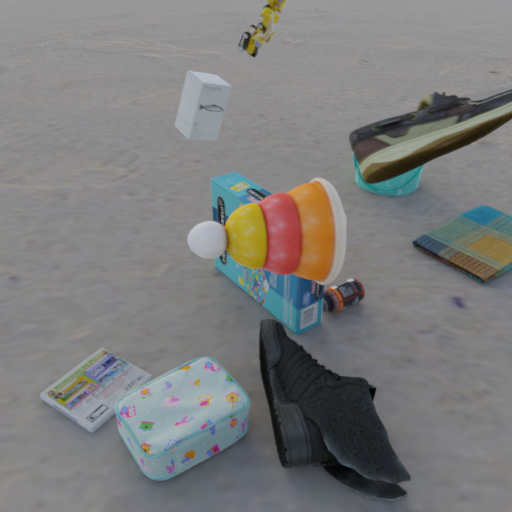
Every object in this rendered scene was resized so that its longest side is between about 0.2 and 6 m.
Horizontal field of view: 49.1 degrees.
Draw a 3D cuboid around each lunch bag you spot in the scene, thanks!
[{"bbox_3d":[-0.961,2.091,7.456,1.640,0.632,1.316,-22,36,-30],"label":"lunch bag"}]

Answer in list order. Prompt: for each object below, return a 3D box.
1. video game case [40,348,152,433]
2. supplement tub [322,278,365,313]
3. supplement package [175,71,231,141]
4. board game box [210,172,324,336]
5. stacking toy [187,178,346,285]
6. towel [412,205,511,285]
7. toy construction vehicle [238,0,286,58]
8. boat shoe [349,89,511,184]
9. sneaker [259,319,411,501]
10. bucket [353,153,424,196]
[{"bbox_3d":[-2.314,1.919,8.176,1.085,0.131,1.192,21,39,28],"label":"video game case"},{"bbox_3d":[1.462,0.708,9.746,0.817,0.437,0.437,-20,38,-28],"label":"supplement tub"},{"bbox_3d":[-0.979,-2.720,10.199,0.626,1.072,0.629,-4,37,-35],"label":"supplement package"},{"bbox_3d":[0.154,-0.114,9.655,0.589,1.895,2.511,-22,39,-29],"label":"board game box"},{"bbox_3d":[0.064,-0.234,6.226,1.661,1.214,1.214,-4,33,-13],"label":"stacking toy"},{"bbox_3d":[4.653,-0.301,11.471,2.450,0.266,1.797,-25,40,-30],"label":"towel"},{"bbox_3d":[0.234,-4.949,12.056,0.527,1.496,1.302,35,59,-2],"label":"toy construction vehicle"},{"bbox_3d":[2.845,-2.091,8.723,2.948,1.079,0.955,-23,81,-13],"label":"boat shoe"},{"bbox_3d":[0.919,1.926,7.583,1.478,0.851,2.834,-5,38,-7],"label":"sneaker"},{"bbox_3d":[3.260,-2.344,13.702,1.847,1.202,1.847,-1,33,0],"label":"bucket"}]
